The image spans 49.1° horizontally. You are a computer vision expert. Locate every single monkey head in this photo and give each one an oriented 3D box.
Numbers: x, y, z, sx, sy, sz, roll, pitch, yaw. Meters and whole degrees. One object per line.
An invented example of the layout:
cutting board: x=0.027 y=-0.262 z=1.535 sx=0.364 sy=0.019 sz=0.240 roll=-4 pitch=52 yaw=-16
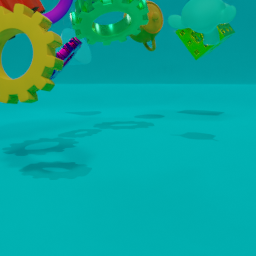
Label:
monkey head: x=1.474 y=-2.012 z=5.344 sx=1.310 sy=0.943 sz=0.790 roll=7 pitch=29 yaw=37

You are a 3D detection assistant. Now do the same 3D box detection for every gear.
gear: x=-1.434 y=-1.524 z=6.170 sx=0.200 sy=1.080 sz=1.080 roll=41 pitch=3 yaw=-12
gear: x=-1.311 y=-0.846 z=3.291 sx=1.114 sy=1.114 sz=0.206 roll=3 pitch=3 yaw=15
gear: x=-2.075 y=-1.674 z=4.491 sx=1.493 sy=0.276 sz=1.493 roll=-27 pitch=14 yaw=7
gear: x=-0.431 y=-2.667 z=6.830 sx=1.861 sy=0.344 sz=1.861 roll=-12 pitch=-13 yaw=-3

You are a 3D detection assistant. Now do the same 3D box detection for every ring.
ring: x=-1.577 y=-2.544 z=5.468 sx=0.252 sy=1.259 sz=1.259 roll=47 pitch=28 yaw=16

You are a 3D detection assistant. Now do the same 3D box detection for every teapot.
teapot: x=0.525 y=-3.358 z=8.544 sx=1.269 sy=2.041 sz=1.000 roll=-20 pitch=14 yaw=-31

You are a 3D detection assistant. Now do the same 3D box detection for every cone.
cone: x=-2.363 y=-2.667 z=10.367 sx=1.433 sy=1.428 sz=1.428 roll=-25 pitch=-4 yaw=29

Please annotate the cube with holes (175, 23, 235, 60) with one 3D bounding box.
cube with holes: x=2.768 y=-3.430 z=10.027 sx=1.273 sy=1.273 sz=1.273 roll=-37 pitch=-3 yaw=42
